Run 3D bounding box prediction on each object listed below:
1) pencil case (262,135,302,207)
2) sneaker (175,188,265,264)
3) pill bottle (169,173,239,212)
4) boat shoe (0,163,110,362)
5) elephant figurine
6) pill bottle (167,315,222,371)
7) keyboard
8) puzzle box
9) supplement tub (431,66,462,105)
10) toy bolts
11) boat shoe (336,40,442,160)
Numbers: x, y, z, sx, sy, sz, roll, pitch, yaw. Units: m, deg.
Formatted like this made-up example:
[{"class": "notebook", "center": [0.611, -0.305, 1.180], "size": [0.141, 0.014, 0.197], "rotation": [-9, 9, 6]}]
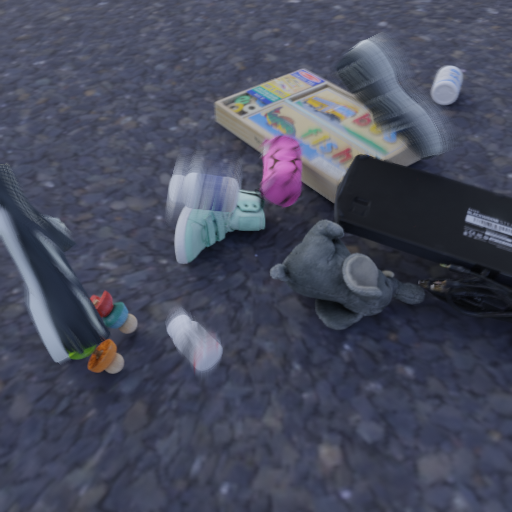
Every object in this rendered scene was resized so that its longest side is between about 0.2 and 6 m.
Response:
[{"class": "pencil case", "center": [0.449, -1.611, 10.381], "size": [0.749, 0.726, 1.599], "rotation": [29, 34, -20]}, {"class": "sneaker", "center": [-0.556, -0.592, 9.965], "size": [1.284, 0.801, 2.177], "rotation": [11, 42, 16]}, {"class": "pill bottle", "center": [-0.825, -1.006, 8.802], "size": [1.007, 0.559, 0.559], "rotation": [4, 40, -30]}, {"class": "boat shoe", "center": [-2.687, 0.000, 7.157], "size": [0.797, 2.641, 0.999], "rotation": [-22, 8, -19]}, {"class": "elephant figurine", "center": [1.495, 0.447, 8.768], "size": [1.999, 1.414, 1.551], "rotation": [40, 85, 14]}, {"class": "pill bottle", "center": [-0.753, 1.030, 6.749], "size": [0.387, 0.387, 0.667], "rotation": [-31, 54, -27]}, {"class": "keyboard", "center": [3.708, 0.061, 9.222], "size": [5.233, 1.037, 2.723], "rotation": [19, 49, 12]}, {"class": "puzzle box", "center": [1.358, -2.828, 12.361], "size": [2.749, 0.525, 4.131], "rotation": [-29, 50, -26]}, {"class": "supplement tub", "center": [4.674, -4.174, 13.720], "size": [0.621, 0.621, 0.942], "rotation": [15, 48, 15]}, {"class": "toy bolts", "center": [-2.350, 1.218, 8.480], "size": [1.095, 0.795, 1.146], "rotation": [-14, 45, 48]}, {"class": "boat shoe", "center": [2.344, -2.609, 10.010], "size": [0.741, 0.929, 2.458], "rotation": [-41, 96, -11]}]
